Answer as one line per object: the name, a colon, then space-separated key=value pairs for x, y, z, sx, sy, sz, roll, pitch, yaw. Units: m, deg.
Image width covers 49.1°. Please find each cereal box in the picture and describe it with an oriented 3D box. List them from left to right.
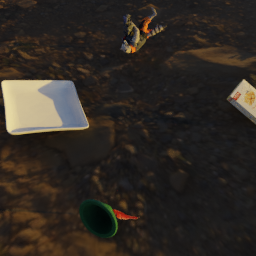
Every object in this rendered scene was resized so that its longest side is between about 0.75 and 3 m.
cereal box: x=3.881 y=-0.797 z=8.824 sx=1.328 sy=0.262 sz=0.955 roll=42 pitch=63 yaw=4

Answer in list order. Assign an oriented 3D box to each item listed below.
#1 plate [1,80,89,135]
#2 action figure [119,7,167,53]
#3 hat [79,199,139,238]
plate: x=-2.550 y=-0.635 z=8.500 sx=2.250 sy=0.364 sz=2.246 roll=-4 pitch=49 yaw=-26
action figure: x=0.452 y=-3.667 z=10.757 sx=1.928 sy=1.993 sz=1.042 roll=-45 pitch=77 yaw=-1
hat: x=-0.432 y=1.809 z=6.281 sx=0.910 sy=1.099 sz=0.967 roll=-3 pitch=20 yaw=28
